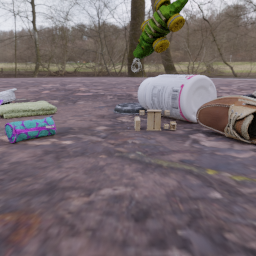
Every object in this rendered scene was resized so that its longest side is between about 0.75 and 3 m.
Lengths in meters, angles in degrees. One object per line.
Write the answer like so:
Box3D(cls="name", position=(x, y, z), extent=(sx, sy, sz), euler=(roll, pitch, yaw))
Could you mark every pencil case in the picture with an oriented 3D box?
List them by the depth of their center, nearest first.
Box3D(cls="pencil case", position=(-2.207, 0.026, 6.429), extent=(0.512, 0.472, 1.109), euler=(-5, 6, 44))

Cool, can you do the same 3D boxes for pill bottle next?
Box3D(cls="pill bottle", position=(1.478, -1.028, 9.101), extent=(1.400, 1.400, 2.470), euler=(-8, 14, -31))

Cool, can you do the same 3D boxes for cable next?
Box3D(cls="cable", position=(-5.366, -1.222, 11.655), extent=(1.297, 0.449, 1.297), euler=(-5, 19, 35))

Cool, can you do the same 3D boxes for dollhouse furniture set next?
Box3D(cls="dollhouse furniture set", position=(0.720, -0.231, 7.440), extent=(1.069, 0.554, 0.473), euler=(0, 14, -1))

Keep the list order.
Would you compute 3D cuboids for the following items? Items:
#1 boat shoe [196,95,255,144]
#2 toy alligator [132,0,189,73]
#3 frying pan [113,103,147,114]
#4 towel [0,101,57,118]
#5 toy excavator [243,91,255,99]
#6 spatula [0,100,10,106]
Box3D(cls="boat shoe", position=(2.634, -0.163, 6.169), extent=(2.659, 1.007, 0.955), euler=(9, 17, 44))
Box3D(cls="toy alligator", position=(0.604, -2.353, 7.319), extent=(0.632, 0.872, 2.632), euler=(-11, -28, -39))
Box3D(cls="frying pan", position=(0.190, -0.822, 10.818), extent=(1.287, 0.346, 2.127), euler=(4, 16, 14))
Box3D(cls="towel", position=(-3.628, -0.674, 9.913), extent=(1.963, 0.358, 1.457), euler=(-7, 15, -29))
Box3D(cls="toy excavator", position=(4.270, -0.367, 6.759), extent=(1.216, 2.435, 2.367), euler=(-11, -28, -38))
Box3D(cls="spatula", position=(-5.063, -0.924, 11.026), extent=(0.717, 0.261, 2.538), euler=(-16, 7, -7))
